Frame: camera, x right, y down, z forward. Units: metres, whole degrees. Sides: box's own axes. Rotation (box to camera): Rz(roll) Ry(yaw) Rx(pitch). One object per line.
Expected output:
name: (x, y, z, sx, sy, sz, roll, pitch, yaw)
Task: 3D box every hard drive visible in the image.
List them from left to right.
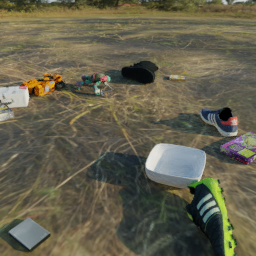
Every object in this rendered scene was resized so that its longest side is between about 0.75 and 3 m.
hard drive: (-2.124, 2.295, 6.054, 0.761, 0.125, 0.531, 19, 33, 32)

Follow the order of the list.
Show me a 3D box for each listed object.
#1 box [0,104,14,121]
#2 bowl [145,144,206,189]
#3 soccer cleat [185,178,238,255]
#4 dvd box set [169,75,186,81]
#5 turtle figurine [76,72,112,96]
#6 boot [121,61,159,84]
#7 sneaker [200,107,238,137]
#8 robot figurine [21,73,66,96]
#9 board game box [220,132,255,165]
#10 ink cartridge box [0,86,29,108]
box: (-5.393, -0.556, 11.337, 1.238, 0.299, 0.980, -20, 33, -32)
bowl: (1.332, 1.095, 7.870, 1.559, 0.583, 1.561, 10, 30, 17)
soccer cleat: (1.769, 2.006, 6.129, 0.902, 0.751, 2.225, -20, 28, 18)
dvd box set: (2.844, -2.840, 15.906, 0.907, 0.133, 0.664, 7, 27, 13)
turtle figurine: (-1.541, -2.319, 14.100, 1.990, 1.002, 1.490, 5, 27, 23)
boot: (1.014, -3.236, 15.945, 2.392, 0.885, 1.960, 20, 32, 37)
sneaker: (3.470, -0.489, 10.604, 0.766, 0.863, 2.043, -9, 28, -17)
robot figurine: (-4.204, -2.241, 14.177, 1.666, 0.669, 2.297, 12, 30, 18)
board game box: (3.944, 0.621, 9.169, 1.686, 0.272, 1.012, -19, 37, -32)
ink cartridge box: (-5.316, -1.383, 12.554, 1.540, 0.638, 1.130, -6, 28, -11)
